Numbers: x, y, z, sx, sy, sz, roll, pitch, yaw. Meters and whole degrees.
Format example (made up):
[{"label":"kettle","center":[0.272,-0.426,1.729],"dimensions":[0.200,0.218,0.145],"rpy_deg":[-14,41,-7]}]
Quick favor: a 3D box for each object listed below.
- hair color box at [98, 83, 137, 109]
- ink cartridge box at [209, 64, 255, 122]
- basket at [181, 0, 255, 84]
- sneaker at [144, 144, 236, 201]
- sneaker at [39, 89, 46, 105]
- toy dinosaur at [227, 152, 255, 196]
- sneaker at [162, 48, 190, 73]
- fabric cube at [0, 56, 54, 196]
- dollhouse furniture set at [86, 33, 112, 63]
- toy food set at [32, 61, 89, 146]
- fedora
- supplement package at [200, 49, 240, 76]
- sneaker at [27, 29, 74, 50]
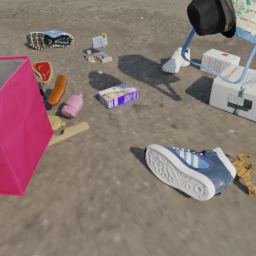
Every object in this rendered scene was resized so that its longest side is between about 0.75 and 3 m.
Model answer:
[{"label":"hair color box","center":[-0.350,-1.129,9.714],"dimensions":[1.209,0.392,0.661],"rpy_deg":[-25,45,-25]},{"label":"ink cartridge box","center":[4.111,-1.121,9.221],"dimensions":[2.320,0.964,1.701],"rpy_deg":[26,45,29]},{"label":"basket","center":[2.709,-2.709,7.769],"dimensions":[1.687,2.426,2.139],"rpy_deg":[-10,38,-45]},{"label":"sneaker","center":[1.603,0.851,6.964],"dimensions":[1.513,0.832,2.066],"rpy_deg":[-23,40,-38]},{"label":"sneaker","center":[-2.970,-0.797,9.201],"dimensions":[0.443,0.493,1.264],"rpy_deg":[-3,38,-5]},{"label":"toy dinosaur","center":[2.679,0.932,7.018],"dimensions":[0.908,0.516,1.709],"rpy_deg":[-22,43,-23]},{"label":"sneaker","center":[1.973,-2.846,11.491],"dimensions":[0.669,0.853,1.716],"rpy_deg":[26,45,29]},{"label":"fabric cube","center":[-3.473,-0.070,6.618],"dimensions":[2.355,2.392,2.400],"rpy_deg":[0,38,7]},{"label":"dollhouse furniture set","center":[-1.239,-3.420,12.046],"dimensions":[1.012,1.072,0.700],"rpy_deg":[-24,44,-27]},{"label":"toy food set","center":[-2.391,-0.893,8.645],"dimensions":[1.871,0.464,2.943],"rpy_deg":[-24,72,-12]},{"label":"fedora","center":[1.650,-2.378,5.850],"dimensions":[0.678,1.485,1.485],"rpy_deg":[-28,39,8]},{"label":"supplement package","center":[3.683,-2.572,11.239],"dimensions":[1.240,0.743,0.752],"rpy_deg":[30,47,33]},{"label":"sneaker","center":[-3.730,-4.247,13.423],"dimensions":[2.128,0.836,0.949],"rpy_deg":[-3,31,-17]}]
